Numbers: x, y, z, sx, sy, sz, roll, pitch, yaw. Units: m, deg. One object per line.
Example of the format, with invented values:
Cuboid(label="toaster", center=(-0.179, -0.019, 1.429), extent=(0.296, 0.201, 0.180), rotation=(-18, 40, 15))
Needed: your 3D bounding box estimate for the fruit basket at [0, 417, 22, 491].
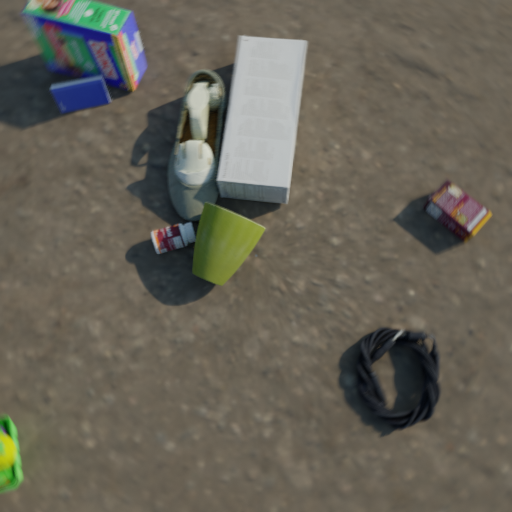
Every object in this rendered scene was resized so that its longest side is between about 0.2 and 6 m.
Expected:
Cuboid(label="fruit basket", center=(-3.948, 2.999, 8.403), extent=(0.814, 1.129, 1.129), rotation=(-14, 72, -5))

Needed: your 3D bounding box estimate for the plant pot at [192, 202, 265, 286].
Cuboid(label="plant pot", center=(-0.586, -0.140, 9.523), extent=(1.122, 1.122, 1.199), rotation=(23, 90, 7))

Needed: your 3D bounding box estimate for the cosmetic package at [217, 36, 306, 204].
Cuboid(label="cosmetic package", center=(0.134, -2.546, 10.382), extent=(1.273, 0.781, 3.085), rotation=(7, 72, 2))

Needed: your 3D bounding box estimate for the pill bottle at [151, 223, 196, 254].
Cuboid(label="pill bottle", center=(-1.445, -0.324, 9.839), extent=(0.725, 0.414, 0.414), rotation=(-17, 72, -5))

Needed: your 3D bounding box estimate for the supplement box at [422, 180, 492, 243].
Cuboid(label="supplement box", center=(3.569, -0.799, 9.989), extent=(1.004, 0.430, 0.554), rotation=(42, 77, 13))

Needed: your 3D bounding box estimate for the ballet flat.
Cuboid(label="ballet flat", center=(-1.108, -2.071, 10.158), extent=(0.965, 0.913, 2.865), rotation=(4, 72, 3))

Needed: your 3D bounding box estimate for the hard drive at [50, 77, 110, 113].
Cuboid(label="hard drive", center=(-3.318, -3.053, 10.630), extent=(0.950, 0.627, 0.120), rotation=(-13, 62, -5))

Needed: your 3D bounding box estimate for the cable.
Cuboid(label="cable", center=(2.288, 1.966, 9.080), extent=(1.336, 0.416, 1.638), rotation=(10, 72, 3))

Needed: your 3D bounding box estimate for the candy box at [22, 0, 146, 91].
Cuboid(label="candy box", center=(-3.129, -3.989, 10.450), extent=(1.835, 1.551, 0.707), rotation=(15, 69, 5))
